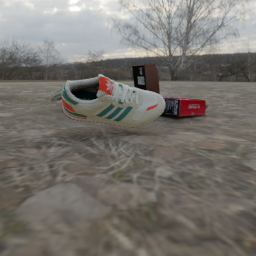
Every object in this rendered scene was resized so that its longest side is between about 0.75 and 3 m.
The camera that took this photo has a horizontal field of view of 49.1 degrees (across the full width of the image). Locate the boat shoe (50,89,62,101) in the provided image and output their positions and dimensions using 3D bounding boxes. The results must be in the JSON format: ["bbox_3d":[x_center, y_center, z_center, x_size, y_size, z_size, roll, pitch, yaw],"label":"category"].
[{"bbox_3d":[-2.346,-1.165,9.962,1.129,0.362,0.416,-23,12,29],"label":"boat shoe"}]

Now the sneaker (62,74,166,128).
[{"bbox_3d":[-0.327,-0.706,6.964,2.718,0.957,1.271,3,-22,-5],"label":"sneaker"}]

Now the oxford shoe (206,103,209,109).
[{"bbox_3d":[2.613,-0.904,10.511,0.342,0.322,0.915,-36,45,-19],"label":"oxford shoe"}]

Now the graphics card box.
[{"bbox_3d":[1.436,-0.854,10.362,1.510,0.612,2.407,-5,11,-41],"label":"graphics card box"}]

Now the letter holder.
[{"bbox_3d":[1.058,-2.066,13.078,1.301,1.830,0.920,-16,17,-33],"label":"letter holder"}]
